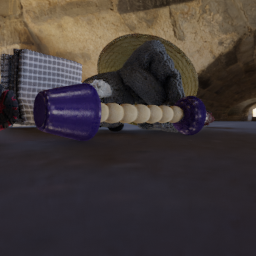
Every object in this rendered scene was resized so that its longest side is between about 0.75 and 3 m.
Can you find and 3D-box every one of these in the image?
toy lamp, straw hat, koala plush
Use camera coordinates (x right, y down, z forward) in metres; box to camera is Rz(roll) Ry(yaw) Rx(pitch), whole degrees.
[{"bbox_3d":[0.012,-0.169,3.425,2.250,0.655,0.655,2,0,-38],"label":"toy lamp"},{"bbox_3d":[0.289,-0.727,6.926,2.866,1.213,2.866,14,-39,11],"label":"straw hat"},{"bbox_3d":[-0.112,-0.627,5.164,1.888,1.735,1.674,-12,3,-9],"label":"koala plush"}]

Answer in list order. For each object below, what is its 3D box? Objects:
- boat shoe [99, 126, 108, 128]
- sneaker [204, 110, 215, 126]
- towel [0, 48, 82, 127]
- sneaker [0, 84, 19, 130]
[{"bbox_3d":[-0.896,-0.214,6.825,1.583,0.520,0.566,19,-32,22],"label":"boat shoe"},{"bbox_3d":[2.103,-0.366,9.759,1.249,0.818,2.162,6,7,-27],"label":"sneaker"},{"bbox_3d":[-2.686,-1.197,9.204,1.219,2.359,2.849,6,5,31],"label":"towel"},{"bbox_3d":[-2.037,-0.148,2.731,0.663,0.715,1.775,-18,-18,38],"label":"sneaker"}]
